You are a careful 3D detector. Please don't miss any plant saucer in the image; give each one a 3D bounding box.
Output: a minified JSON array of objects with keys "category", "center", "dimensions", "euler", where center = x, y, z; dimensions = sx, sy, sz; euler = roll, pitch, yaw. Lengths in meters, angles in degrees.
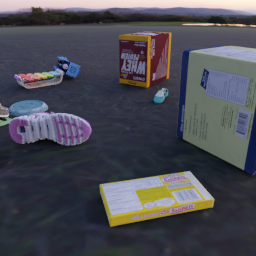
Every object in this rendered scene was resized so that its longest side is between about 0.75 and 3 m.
[{"category":"plant saucer","center":[-3.298,-0.688,9.228],"dimensions":[1.267,0.174,1.267],"euler":[-1,24,0]}]

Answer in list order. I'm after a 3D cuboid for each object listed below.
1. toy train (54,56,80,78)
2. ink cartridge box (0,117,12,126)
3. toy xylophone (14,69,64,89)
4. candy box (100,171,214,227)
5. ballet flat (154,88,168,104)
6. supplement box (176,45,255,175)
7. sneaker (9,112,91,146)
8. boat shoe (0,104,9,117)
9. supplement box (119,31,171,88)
[{"category":"toy train","center":[-2.917,-2.889,13.330],"dimensions":[0.985,0.747,1.724],"euler":[22,6,-27]},{"category":"ink cartridge box","center":[-4.052,-0.224,8.043],"dimensions":[0.933,0.308,1.283],"euler":[17,31,33]},{"category":"toy xylophone","center":[-3.891,-2.157,12.108],"dimensions":[1.480,0.508,2.021],"euler":[21,31,40]},{"category":"candy box","center":[0.468,1.188,4.906],"dimensions":[1.800,0.238,0.920],"euler":[-6,22,-14]},{"category":"ballet flat","center":[1.189,-1.209,10.131],"dimensions":[0.367,0.383,1.089],"euler":[10,26,21]},{"category":"supplement box","center":[2.483,-0.589,6.387],"dimensions":[1.520,2.265,2.262],"euler":[-15,28,-30]},{"category":"sneaker","center":[-1.901,-0.066,7.144],"dimensions":[2.018,0.811,0.892],"euler":[2,16,6]},{"category":"boat shoe","center":[-3.920,-0.570,8.122],"dimensions":[0.560,0.469,1.567],"euler":[9,5,5]},{"category":"supplement box","center":[0.765,-3.055,12.217],"dimensions":[1.388,2.062,2.090],"euler":[15,28,30]}]
